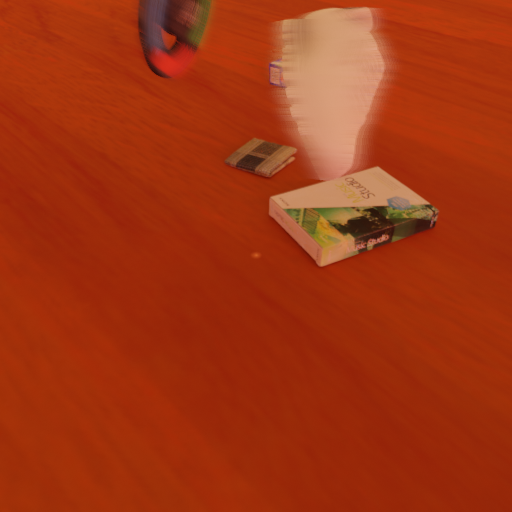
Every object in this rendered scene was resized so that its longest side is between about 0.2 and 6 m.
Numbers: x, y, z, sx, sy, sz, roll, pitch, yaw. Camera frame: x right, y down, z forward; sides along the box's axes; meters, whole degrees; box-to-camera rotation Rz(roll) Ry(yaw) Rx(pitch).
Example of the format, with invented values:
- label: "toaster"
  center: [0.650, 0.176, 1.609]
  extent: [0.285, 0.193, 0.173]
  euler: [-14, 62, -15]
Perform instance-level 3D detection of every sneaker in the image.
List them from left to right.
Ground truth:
- label: "sneaker"
  center: [0.948, -2.058, 6.543]
  extent: [1.131, 1.073, 2.809]
  euler: [-10, 52, 12]

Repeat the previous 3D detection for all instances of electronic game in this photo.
- label: "electronic game"
  center: [-1.344, -4.346, 9.759]
  extent: [0.511, 2.458, 2.458]
  euler: [20, 42, 10]

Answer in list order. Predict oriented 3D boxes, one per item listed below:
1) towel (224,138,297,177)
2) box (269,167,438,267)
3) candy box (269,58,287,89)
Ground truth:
- label: "towel"
  center: [0.107, -1.922, 10.993]
  extent: [1.084, 0.195, 1.126]
  euler: [20, 45, 27]
- label: "box"
  center: [1.578, -0.721, 9.251]
  extent: [2.274, 0.413, 1.641]
  euler: [-19, 42, -21]
- label: "candy box"
  center: [1.294, -4.648, 14.038]
  extent: [1.299, 0.592, 1.536]
  euler: [26, 44, 31]
